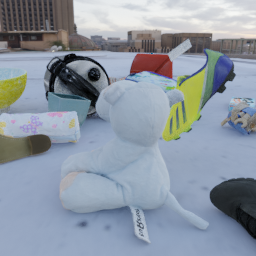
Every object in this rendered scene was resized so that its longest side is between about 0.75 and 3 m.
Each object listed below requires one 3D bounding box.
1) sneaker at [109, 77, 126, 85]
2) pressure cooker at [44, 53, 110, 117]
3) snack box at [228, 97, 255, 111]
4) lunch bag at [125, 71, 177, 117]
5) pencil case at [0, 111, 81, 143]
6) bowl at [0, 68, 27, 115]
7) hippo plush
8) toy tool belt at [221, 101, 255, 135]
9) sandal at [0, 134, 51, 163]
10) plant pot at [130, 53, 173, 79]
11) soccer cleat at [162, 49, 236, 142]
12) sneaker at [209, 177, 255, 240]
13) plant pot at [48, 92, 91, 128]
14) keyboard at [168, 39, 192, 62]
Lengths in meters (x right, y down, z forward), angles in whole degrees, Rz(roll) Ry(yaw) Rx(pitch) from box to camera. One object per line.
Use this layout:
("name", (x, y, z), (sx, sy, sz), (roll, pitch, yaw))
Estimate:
("sneaker", (-0.567, -2.340, 15.254), (2.096, 0.820, 0.809), (-10, 0, -26))
("pressure cooker", (-1.897, -1.601, 10.391), (2.277, 2.313, 2.589), (-7, 18, -22))
("snack box", (4.791, -0.986, 11.754), (0.946, 0.302, 1.628), (8, 20, 22))
("lunch bag", (1.295, -1.247, 10.551), (2.786, 1.149, 2.239), (24, 26, 23))
("pencil case", (-2.459, 0.018, 7.827), (2.209, 0.918, 1.002), (-3, 22, -10))
("bowl", (-5.251, -1.332, 10.793), (2.790, 1.501, 2.790), (-1, 22, 0))
("hippo plush", (-0.176, 0.271, 5.004), (2.201, 2.222, 2.764), (-6, 20, -17))
("toy tool belt", (3.599, -0.167, 8.699), (0.968, 0.983, 1.575), (-33, 18, 1))
("sandal", (-3.023, 0.507, 7.071), (2.025, 0.743, 0.666), (-4, -6, -32))
("plant pot", (0.948, -2.242, 12.611), (1.763, 1.765, 1.555), (9, 33, 23))
("soccer cleat", (1.421, -0.728, 6.589), (1.022, 2.443, 0.790), (32, 27, -5))
("sneaker", (2.081, 1.372, 4.196), (0.907, 0.759, 1.999), (-28, 29, -37))
("plant pot", (-1.950, -0.485, 8.938), (1.052, 1.072, 1.050), (3, 14, -36))
("keyboard", (1.592, -2.387, 8.573), (0.958, 0.270, 0.051), (-39, 18, -21))
